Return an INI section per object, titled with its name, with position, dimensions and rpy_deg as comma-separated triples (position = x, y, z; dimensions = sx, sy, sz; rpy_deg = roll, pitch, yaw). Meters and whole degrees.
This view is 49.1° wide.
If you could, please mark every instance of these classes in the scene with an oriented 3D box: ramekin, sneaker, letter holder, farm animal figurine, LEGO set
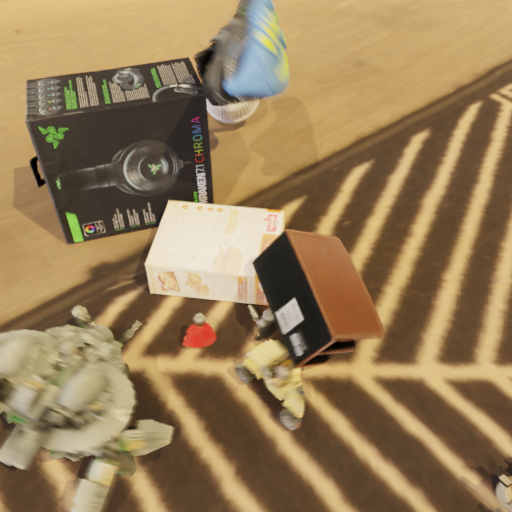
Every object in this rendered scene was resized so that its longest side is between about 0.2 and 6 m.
[ramekin]
position = -0.504, -3.218, 10.933
dimensions = 1.133, 0.594, 1.133
rpy_deg = 0, 84, 3
[sneaker]
position = -0.246, -2.976, 7.963
dimensions = 1.276, 1.092, 3.079
rpy_deg = -17, 34, 14
[letter holder]
position = 0.823, 0.544, 7.313
dimensions = 1.121, 0.793, 1.577
rpy_deg = 3, 54, -40
[farm animal figurine]
position = 2.864, 2.795, 5.740
dimensions = 1.308, 0.682, 1.294
rpy_deg = -12, 34, -2
[LEGO set]
position = -1.662, 1.318, 6.516
dimensions = 4.546, 1.288, 2.953
rpy_deg = -21, 46, -23

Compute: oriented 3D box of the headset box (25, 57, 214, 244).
[headset box]
position = -2.133, -1.619, 8.822
dimensions = 2.675, 2.329, 1.241
rpy_deg = -11, 45, -12

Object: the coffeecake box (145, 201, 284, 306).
[coffeecake box]
position = -0.560, -0.069, 8.470
dimensions = 1.850, 0.676, 1.420
rpy_deg = 6, 46, 6
